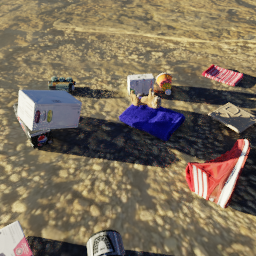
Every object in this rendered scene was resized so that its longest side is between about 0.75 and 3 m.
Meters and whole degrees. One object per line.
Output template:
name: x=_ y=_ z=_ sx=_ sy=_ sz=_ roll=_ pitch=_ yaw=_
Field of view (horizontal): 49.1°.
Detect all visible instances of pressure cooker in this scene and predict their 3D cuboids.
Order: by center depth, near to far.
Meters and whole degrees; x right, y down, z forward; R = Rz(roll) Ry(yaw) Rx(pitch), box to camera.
pressure cooker: x=-0.502 y=3.216 z=6.957 sx=0.966 sy=0.951 sz=1.081 roll=19 pitch=32 yaw=-28

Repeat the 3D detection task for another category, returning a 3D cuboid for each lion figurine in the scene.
lion figurine: x=0.697 y=-1.153 z=11.737 sx=1.499 sy=0.543 sz=0.918 roll=-7 pitch=59 yaw=24

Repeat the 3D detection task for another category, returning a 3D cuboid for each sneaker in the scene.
sneaker: x=2.953 y=1.149 z=9.376 sx=1.683 sy=1.142 sz=2.914 roll=21 pitch=42 yaw=22

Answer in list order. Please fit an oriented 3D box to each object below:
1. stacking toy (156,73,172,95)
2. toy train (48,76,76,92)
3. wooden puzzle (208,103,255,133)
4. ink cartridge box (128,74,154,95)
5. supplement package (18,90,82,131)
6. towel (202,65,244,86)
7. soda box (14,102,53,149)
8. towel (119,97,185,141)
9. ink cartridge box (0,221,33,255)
stacking toy: x=1.858 y=-2.072 z=13.785 sx=0.820 sy=0.820 sz=1.122 roll=-4 pitch=57 yaw=-5
toy train: x=-3.274 y=-2.107 z=13.844 sx=1.379 sy=0.588 sz=0.786 roll=2 pitch=52 yaw=-1
wooden puzzle: x=4.477 y=-0.395 z=11.872 sx=1.667 sy=0.386 sz=1.544 roll=-23 pitch=45 yaw=-32
ink cartridge box: x=0.615 y=-2.090 z=13.524 sx=1.192 sy=0.868 sz=0.501 roll=-5 pitch=39 yaw=-6
supplement package: x=-2.922 y=-0.704 z=10.450 sx=1.850 sy=1.026 sz=1.441 roll=-6 pitch=29 yaw=-40
towel: x=5.069 y=-2.840 z=14.979 sx=1.863 sy=0.209 sz=1.347 roll=28 pitch=48 yaw=30
soda box: x=-3.848 y=-0.232 z=11.331 sx=0.850 sy=0.761 sz=2.404 roll=-22 pitch=44 yaw=-24
towel: x=1.023 y=-0.471 z=11.759 sx=2.366 sy=0.586 sz=1.747 roll=23 pitch=44 yaw=25
ink cartridge box: x=-3.301 y=3.325 z=7.018 sx=1.632 sy=0.688 sz=1.181 roll=-24 pitch=45 yaw=-26
